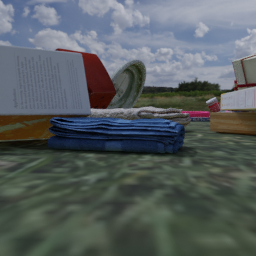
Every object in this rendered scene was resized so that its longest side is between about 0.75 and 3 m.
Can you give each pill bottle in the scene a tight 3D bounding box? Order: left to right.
[{"bbox_3d":[3.523,-0.799,11.292,0.438,0.781,0.438,-30,4,2],"label":"pill bottle"}]

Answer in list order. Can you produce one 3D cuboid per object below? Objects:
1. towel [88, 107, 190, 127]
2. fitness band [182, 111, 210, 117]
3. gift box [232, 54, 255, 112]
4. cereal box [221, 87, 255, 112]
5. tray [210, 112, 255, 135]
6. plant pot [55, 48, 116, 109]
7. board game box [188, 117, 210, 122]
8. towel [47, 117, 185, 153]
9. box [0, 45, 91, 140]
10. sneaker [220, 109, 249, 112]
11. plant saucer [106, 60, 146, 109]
[{"bbox_3d":[-0.336,-0.210,6.172,2.983,0.514,1.977,2,4,37],"label":"towel"},{"bbox_3d":[3.120,-0.669,15.071,2.469,0.462,1.773,0,3,19],"label":"fitness band"},{"bbox_3d":[4.461,-1.110,7.977,2.290,2.481,2.317,-14,11,-14],"label":"gift box"},{"bbox_3d":[2.596,-0.482,4.798,1.442,0.396,2.004,0,3,1],"label":"cereal box"},{"bbox_3d":[2.751,-0.077,4.888,1.146,0.430,2.323,-3,3,-35],"label":"tray"},{"bbox_3d":[-1.685,-1.323,9.962,1.841,2.089,2.087,46,29,19],"label":"plant pot"},{"bbox_3d":[3.088,-0.380,12.268,1.043,0.180,0.707,-1,4,-16],"label":"board game box"},{"bbox_3d":[-0.106,0.052,3.133,1.430,0.347,0.798,1,2,15],"label":"towel"},{"bbox_3d":[-1.555,-0.388,3.545,1.807,0.881,1.124,-2,-15,-31],"label":"box"},{"bbox_3d":[2.903,-0.401,7.530,0.643,0.752,1.834,0,3,-4],"label":"sneaker"},{"bbox_3d":[-0.301,-1.645,11.743,0.698,2.783,2.783,33,17,23],"label":"plant saucer"}]
